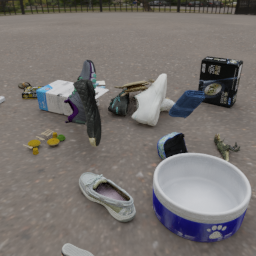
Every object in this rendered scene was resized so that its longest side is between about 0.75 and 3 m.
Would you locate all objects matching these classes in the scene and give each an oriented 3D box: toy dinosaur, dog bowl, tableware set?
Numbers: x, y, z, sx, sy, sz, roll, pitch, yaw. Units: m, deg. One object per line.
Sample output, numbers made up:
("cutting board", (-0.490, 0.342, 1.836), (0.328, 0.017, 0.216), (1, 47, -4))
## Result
("toy dinosaur", (3.575, 0.737, 10.012), (0.748, 0.403, 1.698), (-11, 28, 10))
("dog bowl", (1.901, 1.755, 7.553), (2.483, 0.978, 2.483), (0, 29, 0))
("tableware set", (-3.094, 0.551, 10.548), (0.983, 0.224, 1.460), (17, 32, 22))
("tableware set", (0.408, -1.870, 13.520), (1.802, 0.546, 2.727), (-10, 5, 9))

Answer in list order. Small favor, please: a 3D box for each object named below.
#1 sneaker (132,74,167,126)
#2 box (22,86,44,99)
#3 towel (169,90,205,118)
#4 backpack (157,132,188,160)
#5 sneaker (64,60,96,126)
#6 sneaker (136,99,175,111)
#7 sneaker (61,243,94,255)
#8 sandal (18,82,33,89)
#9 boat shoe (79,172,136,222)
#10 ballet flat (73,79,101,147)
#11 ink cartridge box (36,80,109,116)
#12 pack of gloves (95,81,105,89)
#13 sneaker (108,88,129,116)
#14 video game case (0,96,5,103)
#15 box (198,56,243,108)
("sneaker", (0.956, -1.408, 12.355), (1.233, 1.049, 2.787), (11, 56, 18))
("box", (-4.811, -1.880, 14.769), (1.312, 0.324, 1.048), (-2, 28, -4))
("towel", (2.036, -0.834, 9.860), (0.800, 1.432, 0.348), (5, 62, -17))
("backpack", (1.457, 0.656, 9.697), (0.966, 0.884, 0.710), (-21, 14, -30))
("sneaker", (-1.868, -1.424, 10.830), (1.154, 2.637, 0.981), (2, -10, -20))
("sneaker", (1.270, -0.928, 12.883), (1.825, 0.642, 0.731), (1, 45, 8))
("sneaker", (-1.081, 2.893, 6.227), (0.879, 0.349, 0.345), (31, 40, 3))
("sandal", (-5.661, -2.361, 15.605), (1.230, 0.336, 0.503), (23, 36, 35))
("boat shoe", (-0.619, 1.757, 7.846), (0.793, 0.690, 2.150), (-23, 36, -35))
("ballet flat", (-1.393, -0.523, 9.899), (0.694, 2.442, 0.812), (-12, -6, 8))
("ink cartridge box", (-2.521, -1.343, 13.086), (2.939, 0.997, 1.705), (13, 32, 22))
("pack of gloves", (-2.203, -2.487, 15.815), (1.857, 0.366, 1.560), (-3, 30, -7))
("sneaker", (-0.388, -1.328, 13.262), (0.876, 0.833, 2.209), (1, 29, 6))
("video game case", (-7.431, -1.165, 13.556), (2.088, 0.244, 1.898), (6, 29, 11))
("box", (4.406, -2.243, 13.542), (1.741, 2.126, 0.916), (17, 33, 28))
